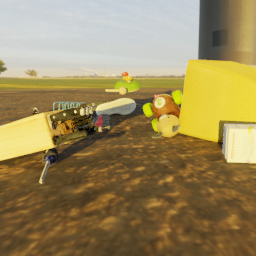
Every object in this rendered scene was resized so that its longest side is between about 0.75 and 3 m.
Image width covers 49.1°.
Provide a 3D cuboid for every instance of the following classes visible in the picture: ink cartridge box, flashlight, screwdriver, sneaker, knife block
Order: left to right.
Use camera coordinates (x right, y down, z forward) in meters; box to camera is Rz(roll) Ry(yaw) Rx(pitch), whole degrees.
[{"bbox_3d":[-1.927,0.085,6.319,2.484,0.795,2.181,-16,2,-21],"label":"knife block"},{"bbox_3d":[-1.698,0.746,5.713,0.403,0.387,2.772,1,5,-7],"label":"screwdriver"},{"bbox_3d":[-1.639,-0.221,10.757,1.878,0.638,0.636,-1,10,-7],"label":"flashlight"},{"bbox_3d":[-0.862,-1.199,15.190,2.593,0.917,1.286,-12,21,-34],"label":"sneaker"},{"bbox_3d":[3.001,0.362,6.955,1.163,0.845,0.841,2,11,10],"label":"ink cartridge box"}]

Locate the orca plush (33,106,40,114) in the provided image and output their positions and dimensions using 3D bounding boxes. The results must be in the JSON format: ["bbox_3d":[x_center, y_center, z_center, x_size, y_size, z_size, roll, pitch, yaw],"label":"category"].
[{"bbox_3d":[-5.096,-0.893,15.251,0.343,0.508,0.966,-36,24,-14],"label":"orca plush"}]

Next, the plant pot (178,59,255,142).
[{"bbox_3d":[3.586,-0.810,9.200,2.537,2.554,2.612,-8,20,-36],"label":"plant pot"}]

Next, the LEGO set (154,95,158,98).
[{"bbox_3d":[1.489,-1.104,12.460,0.348,0.848,0.323,-20,16,-12],"label":"LEGO set"}]

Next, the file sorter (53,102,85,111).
[{"bbox_3d":[-2.823,-0.837,13.568,1.349,0.828,0.936,3,10,18],"label":"file sorter"}]

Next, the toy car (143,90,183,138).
[{"bbox_3d":[1.298,-0.258,9.531,1.443,1.386,1.756,-22,23,24],"label":"toy car"}]

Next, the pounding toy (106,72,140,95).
[{"bbox_3d":[-0.148,-1.975,11.967,1.110,0.667,1.438,17,32,35],"label":"pounding toy"}]
